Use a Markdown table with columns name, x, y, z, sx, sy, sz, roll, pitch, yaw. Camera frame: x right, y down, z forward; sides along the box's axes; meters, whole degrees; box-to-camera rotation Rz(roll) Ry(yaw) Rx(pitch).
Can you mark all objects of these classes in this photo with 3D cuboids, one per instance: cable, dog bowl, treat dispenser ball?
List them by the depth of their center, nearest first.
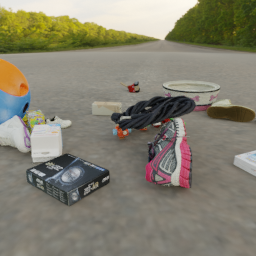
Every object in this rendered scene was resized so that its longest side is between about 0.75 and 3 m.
| name | x | y | z | sx | sy | sz | roll | pitch | yaw |
| --- | --- | --- | --- | --- | --- | --- | --- | --- | --- |
| cable | 0.972 | -0.622 | 9.142 | 2.916 | 0.741 | 2.379 | -17 | 8 | -20 |
| treat dispenser ball | -4.987 | -1.193 | 10.178 | 2.748 | 2.748 | 2.748 | 0 | 19 | 0 |
| dog bowl | 3.078 | -1.613 | 13.819 | 2.774 | 1.023 | 2.774 | 0 | 20 | 0 |

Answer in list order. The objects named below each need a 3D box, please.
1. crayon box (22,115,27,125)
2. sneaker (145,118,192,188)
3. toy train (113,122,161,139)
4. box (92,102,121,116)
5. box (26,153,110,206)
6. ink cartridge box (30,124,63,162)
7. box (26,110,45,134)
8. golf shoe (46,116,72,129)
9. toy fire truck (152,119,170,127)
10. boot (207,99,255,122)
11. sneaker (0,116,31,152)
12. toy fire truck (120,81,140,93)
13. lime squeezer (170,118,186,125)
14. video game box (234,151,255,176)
| name | x | y | z | sx | sy | sz | roll | pitch | yaw |
| --- | --- | --- | --- | --- | --- | --- | --- | --- | --- |
| crayon box | -4.208 | -0.341 | 11.354 | 0.937 | 0.238 | 0.595 | 13 | 23 | 35 |
| sneaker | 1.050 | 0.511 | 7.549 | 1.084 | 1.171 | 2.904 | 0 | 20 | 6 |
| toy train | 0.227 | 0.024 | 10.028 | 1.769 | 0.492 | 1.329 | -10 | 23 | -19 |
| box | -0.938 | -0.860 | 12.451 | 1.248 | 0.485 | 0.592 | 2 | 19 | 5 |
| box | -1.466 | 1.182 | 6.836 | 1.629 | 0.355 | 1.305 | 15 | 25 | 37 |
| ink cartridge box | -2.382 | 0.448 | 8.268 | 0.804 | 0.784 | 1.251 | -4 | 19 | -11 |
| box | -3.246 | -0.139 | 9.882 | 0.505 | 0.828 | 0.798 | -9 | 21 | -25 |
| golf shoe | -2.613 | -0.228 | 10.628 | 0.419 | 0.520 | 1.069 | 15 | 22 | 42 |
| toy fire truck | 1.355 | -0.272 | 10.695 | 0.618 | 0.961 | 0.846 | -44 | 10 | -37 |
| boot | 4.454 | -0.797 | 12.033 | 1.890 | 0.681 | 1.461 | 7 | 19 | 23 |
| sneaker | -3.671 | 0.346 | 8.928 | 1.105 | 0.830 | 2.218 | -29 | 30 | -19 |
| toy fire truck | 0.120 | -2.527 | 17.089 | 1.104 | 0.710 | 0.972 | -9 | 19 | 8 |
| lime squeezer | 1.249 | -0.328 | 10.899 | 2.146 | 0.405 | 0.758 | 1 | 7 | 24 |
| video game box | 3.785 | 0.998 | 7.429 | 1.259 | 0.323 | 1.382 | -12 | 22 | -24 |
